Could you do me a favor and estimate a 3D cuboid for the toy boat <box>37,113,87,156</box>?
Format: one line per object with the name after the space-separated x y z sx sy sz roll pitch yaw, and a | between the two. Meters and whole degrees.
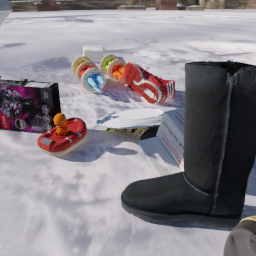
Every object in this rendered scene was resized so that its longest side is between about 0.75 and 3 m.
-1.796 0.044 7.719 0.966 0.968 1.481 15 31 27 | toy boat

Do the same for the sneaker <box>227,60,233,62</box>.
3.503 -2.139 9.686 0.412 0.458 1.062 -5 16 0 | sneaker

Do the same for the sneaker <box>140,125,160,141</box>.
1.109 0.324 7.667 1.557 0.591 0.707 -5 35 -4 | sneaker

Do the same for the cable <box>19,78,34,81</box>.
-4.321 -1.608 11.734 0.792 0.410 1.630 13 39 -11 | cable

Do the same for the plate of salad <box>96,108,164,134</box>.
0.237 -0.178 8.462 2.373 0.570 2.373 -3 13 1 | plate of salad

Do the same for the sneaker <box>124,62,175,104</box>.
0.937 -1.832 11.355 1.424 0.966 2.465 -8 48 -35 | sneaker

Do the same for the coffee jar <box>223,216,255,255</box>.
2.695 1.716 4.514 2.359 1.007 1.230 -19 33 -31 | coffee jar

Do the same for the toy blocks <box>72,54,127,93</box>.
-0.958 -2.297 12.094 2.406 1.048 2.887 -9 31 -20 | toy blocks

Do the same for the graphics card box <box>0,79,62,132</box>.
-3.237 -0.679 8.542 2.355 1.477 0.599 5 26 8 | graphics card box

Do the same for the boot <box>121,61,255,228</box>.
1.089 0.291 5.070 2.460 2.985 0.980 3 27 5 | boot

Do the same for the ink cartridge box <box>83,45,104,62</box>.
-2.086 -4.465 16.590 1.129 0.649 1.927 -5 28 -9 | ink cartridge box

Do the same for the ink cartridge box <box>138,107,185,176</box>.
1.833 0.267 6.878 2.757 0.935 1.587 -14 50 -25 | ink cartridge box

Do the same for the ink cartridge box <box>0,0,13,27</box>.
-3.690 -2.717 6.290 2.062 1.511 0.856 -24 4 40 | ink cartridge box
